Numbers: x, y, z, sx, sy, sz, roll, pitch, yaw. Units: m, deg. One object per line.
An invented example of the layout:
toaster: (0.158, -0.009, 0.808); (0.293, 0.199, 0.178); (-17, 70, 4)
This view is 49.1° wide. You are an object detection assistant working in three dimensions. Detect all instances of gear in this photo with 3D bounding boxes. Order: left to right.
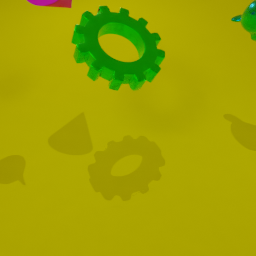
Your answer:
gear: (-0.176, -1.660, 5.755); (1.889, 0.349, 1.889); (9, 63, -17)

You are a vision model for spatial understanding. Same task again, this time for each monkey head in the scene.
monkey head: (3.195, -2.575, 6.391); (1.117, 0.935, 1.552); (-40, 16, -20)

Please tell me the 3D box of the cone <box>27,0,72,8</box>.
cone: (-1.557, -3.049, 6.367); (1.224, 1.229, 1.224); (-1, 84, 14)
